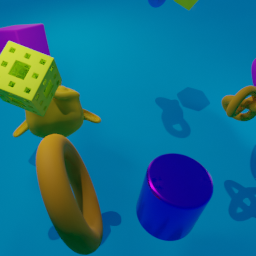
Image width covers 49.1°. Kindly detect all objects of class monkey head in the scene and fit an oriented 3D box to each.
[{"bbox_3d":[-1.526,-0.403,5.830,1.823,1.098,1.311,-10,35,-9],"label":"monkey head"}]

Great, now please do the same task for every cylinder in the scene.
[{"bbox_3d":[0.753,1.177,4.788,1.087,1.087,1.087,6,43,-6],"label":"cylinder"}]

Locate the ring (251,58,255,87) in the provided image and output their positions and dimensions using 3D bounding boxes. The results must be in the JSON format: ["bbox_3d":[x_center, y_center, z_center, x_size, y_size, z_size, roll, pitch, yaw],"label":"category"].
[{"bbox_3d":[3.718,-1.062,7.325,0.346,1.728,1.728,-19,35,41],"label":"ring"}]

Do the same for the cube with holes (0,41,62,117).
[{"bbox_3d":[-1.541,-0.720,4.274,0.715,0.715,0.715,21,74,2],"label":"cube with holes"}]

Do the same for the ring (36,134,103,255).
[{"bbox_3d":[-0.777,0.890,3.932,0.342,1.709,1.709,-22,52,0],"label":"ring"}]

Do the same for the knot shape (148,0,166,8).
[{"bbox_3d":[0.825,-4.237,7.812,0.808,1.636,1.748,-11,40,-4],"label":"knot shape"}]

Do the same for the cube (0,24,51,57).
[{"bbox_3d":[-2.725,-2.028,7.100,1.003,1.003,1.003,7,29,24],"label":"cube"}]

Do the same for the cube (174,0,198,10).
[{"bbox_3d":[1.754,-4.196,8.508,0.718,0.718,0.718,11,48,-38],"label":"cube"}]

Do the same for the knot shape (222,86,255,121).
[{"bbox_3d":[2.775,-0.529,6.274,1.199,1.281,0.592,-4,80,12],"label":"knot shape"}]
